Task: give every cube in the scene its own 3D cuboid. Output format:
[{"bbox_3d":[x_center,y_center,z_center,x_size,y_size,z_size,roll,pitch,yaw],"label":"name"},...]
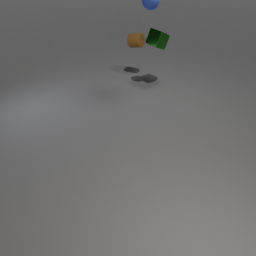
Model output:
[{"bbox_3d":[1.359,-4.076,12.820,0.700,0.700,0.700,36,26,34],"label":"cube"}]

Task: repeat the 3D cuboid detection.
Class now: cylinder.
[{"bbox_3d":[0.412,-4.478,14.324,0.700,0.700,0.700,9,33,35],"label":"cylinder"}]

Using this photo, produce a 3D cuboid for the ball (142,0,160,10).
[{"bbox_3d":[0.897,-5.020,11.029,0.700,0.700,0.700,0,34,0],"label":"ball"}]
